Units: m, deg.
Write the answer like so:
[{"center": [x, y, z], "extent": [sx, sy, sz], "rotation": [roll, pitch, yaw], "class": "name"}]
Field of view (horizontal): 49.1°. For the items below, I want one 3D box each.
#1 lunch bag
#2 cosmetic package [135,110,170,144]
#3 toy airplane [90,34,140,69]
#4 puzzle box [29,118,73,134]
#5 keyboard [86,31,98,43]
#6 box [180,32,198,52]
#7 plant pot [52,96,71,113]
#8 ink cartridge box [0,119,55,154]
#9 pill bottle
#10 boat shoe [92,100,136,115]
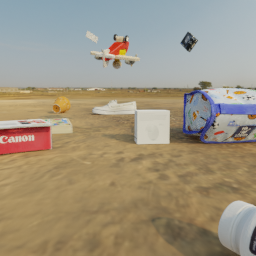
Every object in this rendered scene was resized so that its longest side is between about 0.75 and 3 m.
[{"center": [2.909, -0.376, 7.955], "extent": [2.191, 1.596, 2.577], "rotation": [0, 0, -5], "class": "lunch bag"}, {"center": [0.663, -0.047, 7.852], "extent": [0.917, 0.920, 0.565], "rotation": [0, 8, -6], "class": "cosmetic package"}, {"center": [-0.524, -2.797, 10.999], "extent": [1.671, 1.184, 1.678], "rotation": [-18, 44, -9], "class": "toy airplane"}, {"center": [-2.980, -0.091, 10.528], "extent": [1.598, 0.305, 2.402], "rotation": [-3, 8, -16], "class": "puzzle box"}, {"center": [-1.703, -4.316, 13.290], "extent": [0.054, 0.283, 1.004], "rotation": [14, 4, 23], "class": "keyboard"}, {"center": [2.979, -4.209, 13.683], "extent": [0.186, 0.683, 0.853], "rotation": [12, 37, -33], "class": "box"}, {"center": [-4.453, -1.420, 18.298], "extent": [1.062, 1.062, 0.972], "rotation": [2, 23, 16], "class": "plant pot"}, {"center": [-2.738, 0.214, 6.730], "extent": [1.648, 0.691, 1.447], "rotation": [-5, 9, -31], "class": "ink cartridge box"}, {"center": [1.204, 0.899, 2.038], "extent": [0.570, 0.570, 1.023], "rotation": [-5, 9, -32], "class": "pill bottle"}, {"center": [-0.835, -1.305, 17.400], "extent": [2.744, 0.902, 0.987], "rotation": [0, 8, -1], "class": "boat shoe"}]
